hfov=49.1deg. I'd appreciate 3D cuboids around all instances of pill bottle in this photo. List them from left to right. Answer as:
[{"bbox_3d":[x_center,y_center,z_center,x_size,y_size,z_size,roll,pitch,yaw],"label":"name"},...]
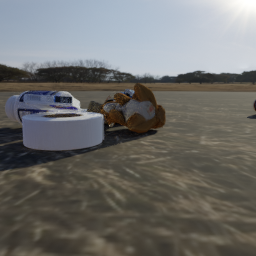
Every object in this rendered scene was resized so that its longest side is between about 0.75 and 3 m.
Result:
[{"bbox_3d":[-2.598,-0.543,8.243,1.980,1.099,1.099,5,10,26],"label":"pill bottle"}]

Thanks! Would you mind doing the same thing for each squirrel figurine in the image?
[{"bbox_3d":[0.119,-0.402,8.075,1.782,1.261,1.663,11,-11,-44],"label":"squirrel figurine"}]

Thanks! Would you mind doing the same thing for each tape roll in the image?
[{"bbox_3d":[-1.442,0.011,6.326,1.780,0.622,1.780,0,8,0],"label":"tape roll"}]

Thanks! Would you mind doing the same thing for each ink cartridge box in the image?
[{"bbox_3d":[-1.678,-0.565,6.457,1.064,0.233,1.074,3,-4,1],"label":"ink cartridge box"}]

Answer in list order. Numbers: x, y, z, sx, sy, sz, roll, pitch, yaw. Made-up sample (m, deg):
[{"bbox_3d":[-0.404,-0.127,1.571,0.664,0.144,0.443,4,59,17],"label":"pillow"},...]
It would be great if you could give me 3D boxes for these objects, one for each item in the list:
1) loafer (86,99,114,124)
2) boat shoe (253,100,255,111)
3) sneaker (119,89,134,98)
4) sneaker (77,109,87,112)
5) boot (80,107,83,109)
[{"bbox_3d":[-0.321,-0.579,9.420,2.373,0.800,0.902,-7,11,-37],"label":"loafer"},{"bbox_3d":[6.468,-0.965,12.183,2.204,0.785,0.690,2,10,-19],"label":"boat shoe"},{"bbox_3d":[0.318,-1.265,13.190,1.245,1.077,2.873,3,8,-16],"label":"sneaker"},{"bbox_3d":[-1.461,-0.578,10.220,0.880,0.561,1.522,7,13,24],"label":"sneaker"},{"bbox_3d":[-2.241,-0.811,11.797,1.206,0.675,1.743,7,24,16],"label":"boot"}]
